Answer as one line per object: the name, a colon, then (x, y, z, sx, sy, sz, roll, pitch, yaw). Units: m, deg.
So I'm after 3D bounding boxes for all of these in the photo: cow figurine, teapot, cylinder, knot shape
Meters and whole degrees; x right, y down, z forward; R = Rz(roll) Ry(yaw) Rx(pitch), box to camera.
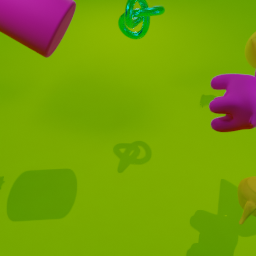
cow figurine: (2.384, -0.607, 5.137, 1.663, 0.928, 1.690, -2, 37, 20)
teapot: (2.076, 1.160, 4.504, 0.696, 0.548, 1.119, 31, 35, 33)
cylinder: (-1.882, -2.268, 5.575, 1.266, 1.266, 1.266, 29, 46, -13)
knot shape: (0.225, -2.581, 6.655, 1.167, 1.092, 0.539, -12, 69, -39)

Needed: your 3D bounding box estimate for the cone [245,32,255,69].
cone: (2.600, -1.657, 5.520, 0.913, 0.910, 0.910, -1, 36, -47)
